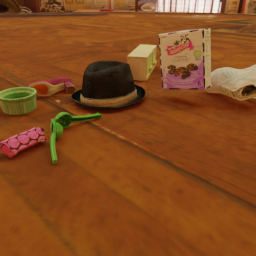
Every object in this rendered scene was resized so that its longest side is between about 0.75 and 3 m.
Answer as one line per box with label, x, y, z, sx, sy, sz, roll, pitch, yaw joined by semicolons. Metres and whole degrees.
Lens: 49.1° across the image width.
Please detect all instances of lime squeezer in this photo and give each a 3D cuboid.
lime squeezer;-1.546;0.067;6.919;0.890;0.476;2.521;35;30;0

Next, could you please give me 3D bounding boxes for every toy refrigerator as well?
toy refrigerator;0.677;-2.852;11.966;0.886;0.961;2.532;6;27;12

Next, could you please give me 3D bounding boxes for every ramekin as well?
ramekin;-3.267;-0.804;8.362;1.082;0.528;1.082;0;27;0

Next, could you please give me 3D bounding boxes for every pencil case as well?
pencil case;-2.331;0.318;6.295;0.455;0.440;0.970;42;44;17

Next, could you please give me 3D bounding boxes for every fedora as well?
fedora;-0.607;-1.503;9.049;2.542;1.161;2.542;0;27;0

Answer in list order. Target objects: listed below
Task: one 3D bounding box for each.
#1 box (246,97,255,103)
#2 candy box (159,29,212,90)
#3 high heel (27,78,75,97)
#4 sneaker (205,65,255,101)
box;4.210;-1.253;9.670;1.279;0.166;1.565;-18;32;-31
candy box;1.761;-2.088;8.650;1.461;1.742;0.623;5;20;35
high heel;-2.690;-1.518;9.664;1.662;0.560;0.797;-10;38;-30
sneaker;3.349;-1.363;8.788;2.435;0.856;0.976;-1;52;50
